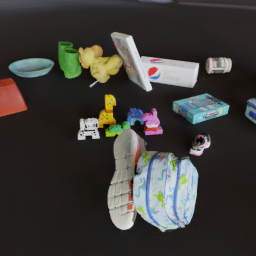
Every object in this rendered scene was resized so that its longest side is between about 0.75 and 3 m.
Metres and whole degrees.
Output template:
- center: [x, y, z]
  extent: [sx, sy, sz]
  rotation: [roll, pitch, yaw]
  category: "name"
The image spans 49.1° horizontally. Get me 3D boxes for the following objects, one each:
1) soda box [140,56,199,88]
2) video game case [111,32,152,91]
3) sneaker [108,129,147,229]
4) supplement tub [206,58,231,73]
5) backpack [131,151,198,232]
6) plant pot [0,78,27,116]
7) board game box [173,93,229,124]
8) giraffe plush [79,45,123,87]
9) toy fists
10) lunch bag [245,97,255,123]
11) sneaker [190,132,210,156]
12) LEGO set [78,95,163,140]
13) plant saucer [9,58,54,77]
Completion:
- center: [1.738, -2.594, 12.815]
  extent: [2.758, 0.878, 0.939]
  rotation: [12, 33, 20]
  category: "soda box"
- center: [0.093, -2.797, 11.589]
  extent: [0.281, 2.229, 2.446]
  rotation: [-28, 27, -5]
  category: "video game case"
- center: [0.167, 1.088, 6.030]
  extent: [0.809, 2.098, 0.859]
  rotation: [-12, -26, 43]
  category: "sneaker"
- center: [4.424, -3.066, 13.732]
  extent: [1.056, 0.741, 0.741]
  rotation: [-1, 31, -1]
  category: "supplement tub"
- center: [0.699, 1.094, 5.133]
  extent: [1.380, 1.795, 1.465]
  rotation: [0, 62, 38]
  category: "backpack"
- center: [-4.539, -1.202, 10.371]
  extent: [1.143, 1.007, 1.142]
  rotation: [-19, 35, -28]
  category: "plant pot"
- center: [2.631, -0.735, 10.198]
  extent: [1.587, 0.372, 1.198]
  rotation: [-15, 34, -23]
  category: "board game box"
- center: [-1.365, -2.876, 12.146]
  extent: [1.885, 1.626, 1.528]
  rotation: [-37, 85, -26]
  category: "giraffe plush"
- center: [-2.805, -3.247, 13.518]
  extent: [0.884, 1.311, 2.571]
  rotation: [-6, 31, -23]
  category: "toy fists"
- center: [4.989, -0.443, 9.358]
  extent: [1.522, 0.781, 1.894]
  rotation: [-10, 31, -11]
  category: "lunch bag"
- center: [2.181, 0.372, 8.267]
  extent: [0.437, 0.469, 1.087]
  rotation: [16, 34, 22]
  category: "sneaker"
- center: [-0.299, -0.438, 8.998]
  extent: [2.685, 1.102, 1.024]
  rotation: [-5, 31, -8]
  category: "LEGO set"
- center: [-4.752, -2.964, 13.917]
  extent: [2.136, 0.384, 2.136]
  rotation: [1, 31, 0]
  category: "plant saucer"
